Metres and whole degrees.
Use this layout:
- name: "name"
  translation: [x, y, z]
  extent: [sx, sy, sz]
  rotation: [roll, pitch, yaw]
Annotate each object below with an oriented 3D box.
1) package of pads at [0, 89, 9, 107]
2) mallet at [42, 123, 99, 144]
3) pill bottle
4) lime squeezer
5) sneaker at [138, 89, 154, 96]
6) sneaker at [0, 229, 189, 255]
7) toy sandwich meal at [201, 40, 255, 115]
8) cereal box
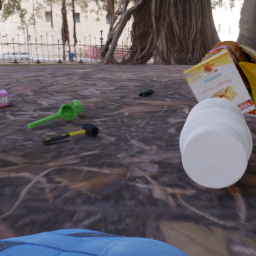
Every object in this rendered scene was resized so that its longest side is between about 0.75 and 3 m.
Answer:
- name: "package of pads"
  translation: [-5.421, -1.225, 11.481]
  extent: [0.915, 0.575, 1.519]
  rotation: [-8, 17, -26]
- name: "mallet"
  translation: [-1.473, 0.154, 7.117]
  extent: [1.444, 0.297, 0.475]
  rotation: [-12, 20, -27]
- name: "pill bottle"
  translation: [1.581, 0.198, 5.092]
  extent: [1.211, 1.211, 2.118]
  rotation: [5, 16, 17]
- name: "lime squeezer"
  translation: [-2.106, -0.584, 9.251]
  extent: [1.046, 0.559, 2.963]
  rotation: [3, 16, 10]
- name: "sneaker"
  translation: [0.902, -1.701, 13.876]
  extent: [0.844, 0.318, 0.334]
  rotation: [-8, 25, 4]
- name: "sneaker"
  translation: [-0.877, 1.268, 2.053]
  extent: [2.920, 0.963, 1.145]
  rotation: [-2, -5, 3]
- name: "toy sandwich meal"
  translation: [3.169, -1.291, 8.021]
  extent: [0.887, 2.590, 2.590]
  rotation: [-31, 20, -5]
- name: "cereal box"
  translation: [2.288, -0.957, 7.030]
  extent: [1.170, 1.626, 0.321]
  rotation: [-26, 16, 24]
